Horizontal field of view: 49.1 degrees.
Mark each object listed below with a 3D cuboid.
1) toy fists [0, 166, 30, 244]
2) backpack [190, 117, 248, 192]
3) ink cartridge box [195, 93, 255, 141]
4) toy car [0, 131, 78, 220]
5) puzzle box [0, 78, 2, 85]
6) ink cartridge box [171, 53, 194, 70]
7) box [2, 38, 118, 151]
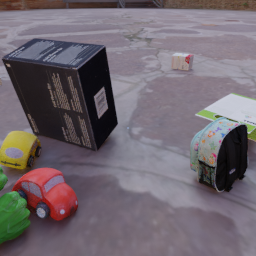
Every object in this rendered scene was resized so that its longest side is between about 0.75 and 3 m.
[{"bbox_3d":[-2.163,1.136,4.525,0.735,1.443,0.496,-36,-2,-20],"label":"toy fists"},{"bbox_3d":[1.863,0.447,5.652,1.159,1.306,0.983,-27,38,-29],"label":"backpack"},{"bbox_3d":[2.921,-0.159,7.495,2.043,0.774,1.510,-25,37,-38],"label":"ink cartridge box"},{"bbox_3d":[-2.621,0.728,5.214,2.770,0.656,2.944,1,23,-35],"label":"toy car"},{"bbox_3d":[-6.537,-1.879,11.257,2.466,0.314,1.641,17,32,29],"label":"puzzle box"},{"bbox_3d":[2.578,-3.173,13.360,0.892,0.648,0.645,14,31,25],"label":"ink cartridge box"},{"bbox_3d":[-1.549,-0.845,6.934,2.106,2.313,1.204,13,43,23],"label":"box"}]
